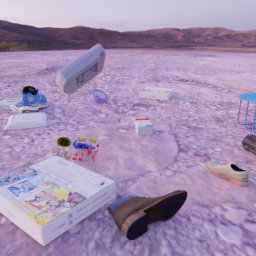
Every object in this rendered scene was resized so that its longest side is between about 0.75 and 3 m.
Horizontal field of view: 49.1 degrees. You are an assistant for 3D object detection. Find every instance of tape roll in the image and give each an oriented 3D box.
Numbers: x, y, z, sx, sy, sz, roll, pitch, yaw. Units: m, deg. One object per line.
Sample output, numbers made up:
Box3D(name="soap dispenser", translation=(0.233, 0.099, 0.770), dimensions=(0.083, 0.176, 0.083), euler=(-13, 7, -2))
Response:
Box3D(name="tape roll", translation=(-1.608, -1.725, 15.625), dimensions=(0.928, 0.304, 0.928), euler=(16, 36, -12))

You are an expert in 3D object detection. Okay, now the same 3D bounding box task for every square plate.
Box3D(name="square plate", translation=(-4.530, -0.367, 12.590), dimensions=(1.715, 0.246, 1.732), euler=(-5, 21, -14))

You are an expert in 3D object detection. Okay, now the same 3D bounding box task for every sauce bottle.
Box3D(name="sauce bottle", translation=(4.442, 0.932, 8.149), dimensions=(0.918, 0.918, 2.837), euler=(-5, 20, -12))

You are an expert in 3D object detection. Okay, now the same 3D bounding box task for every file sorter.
Box3D(name="file sorter", translation=(5.689, -0.472, 11.176), dimensions=(1.608, 1.422, 2.317), euler=(-4, 21, -11))

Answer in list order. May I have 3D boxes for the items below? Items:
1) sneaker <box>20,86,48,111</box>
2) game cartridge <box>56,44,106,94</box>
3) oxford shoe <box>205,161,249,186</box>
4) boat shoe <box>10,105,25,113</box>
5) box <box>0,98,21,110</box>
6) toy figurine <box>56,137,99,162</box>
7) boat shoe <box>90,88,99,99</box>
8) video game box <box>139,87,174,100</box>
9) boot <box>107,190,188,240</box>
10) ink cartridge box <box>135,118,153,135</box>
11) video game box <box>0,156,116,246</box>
Box3D(name="sneaker", translation=(-4.774, -1.581, 14.355), dimensions=(1.037, 1.178, 2.641), euler=(-1, 11, -3))
Box3D(name="game cartridge", translation=(-1.728, -2.019, 10.255), dimensions=(1.873, 0.575, 2.813), euler=(-41, 4, -7))
Box3D(name="oxford shoe", translation=(2.858, 1.174, 8.068), dimensions=(0.477, 0.497, 1.347), euler=(-18, 27, -40))
Box3D(name="boat shoe", translation=(-5.541, -0.978, 14.112), dimensions=(0.896, 0.321, 0.304), euler=(15, 22, 25))
Box3D(name="box", translation=(-6.332, -1.299, 15.015), dimensions=(1.126, 0.297, 1.445), euler=(2, 21, 5))
Box3D(name="toy figurine", translation=(-1.632, 0.728, 9.507), dimensions=(1.425, 0.752, 0.854), euler=(5, -8, 6))
Box3D(name="boat shoe", translation=(-1.986, -2.037, 16.537), dimensions=(0.487, 0.597, 1.419), euler=(9, 17, -7))
Box3D(name="video game box", translation=(1.752, -2.104, 17.000), dimensions=(1.780, 0.417, 1.621), euler=(7, 19, 19))
Box3D(name="boot", translation=(0.455, 1.704, 6.371), dimensions=(1.891, 0.707, 0.917), euler=(-17, 29, -34))
Box3D(name="ink cartridge box", translation=(0.641, -0.077, 11.614), dimensions=(0.634, 0.367, 1.091), euler=(-2, 20, -5))
Box3D(name="video game box", translation=(-1.893, 1.578, 6.908), dimensions=(2.408, 0.564, 2.194), euler=(16, 23, 37))
